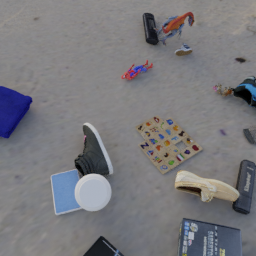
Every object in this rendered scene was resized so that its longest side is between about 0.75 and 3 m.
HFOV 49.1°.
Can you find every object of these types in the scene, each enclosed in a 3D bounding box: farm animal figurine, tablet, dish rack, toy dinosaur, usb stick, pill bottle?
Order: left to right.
[{"bbox_3d":[-2.133,2.210,9.825,1.007,0.106,1.548,-13,52,-9],"label":"tablet"},{"bbox_3d":[-1.073,1.962,8.619,1.088,1.942,1.088,1,78,-6],"label":"pill bottle"},{"bbox_3d":[1.247,-5.606,15.724,0.750,0.441,2.706,6,51,-12],"label":"usb stick"},{"bbox_3d":[2.644,-5.326,14.638,2.315,1.339,2.551,-36,17,1],"label":"toy dinosaur"},{"bbox_3d":[4.263,-1.669,12.715,0.875,0.440,0.706,19,34,19],"label":"farm animal figurine"},{"bbox_3d":[4.100,2.027,9.817,0.581,0.342,2.097,18,54,14],"label":"usb stick"},{"bbox_3d":[5.245,0.220,11.272,1.105,0.301,0.848,-8,51,-6],"label":"dish rack"}]

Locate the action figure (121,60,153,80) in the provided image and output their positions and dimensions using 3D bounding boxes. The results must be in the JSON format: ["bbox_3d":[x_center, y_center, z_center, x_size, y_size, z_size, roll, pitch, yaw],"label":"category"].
[{"bbox_3d":[0.381,-2.800,13.591,1.755,0.453,0.574,-33,61,-20],"label":"action figure"}]

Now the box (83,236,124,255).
[{"bbox_3d":[-0.539,4.468,7.803,2.248,0.489,1.801,34,59,24],"label":"box"}]

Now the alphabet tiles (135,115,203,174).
[{"bbox_3d":[1.433,0.493,11.194,1.998,0.090,2.390,-28,57,-20],"label":"alphabet tiles"}]

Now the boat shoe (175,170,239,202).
[{"bbox_3d":[2.616,2.139,9.512,2.129,0.785,0.737,14,55,23],"label":"boat shoe"}]

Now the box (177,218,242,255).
[{"bbox_3d":[2.342,3.952,8.140,1.815,0.587,2.302,11,53,7],"label":"box"}]

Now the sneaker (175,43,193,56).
[{"bbox_3d":[2.769,-4.081,14.532,1.090,0.382,0.591,-13,58,-27],"label":"sneaker"}]

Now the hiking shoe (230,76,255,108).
[{"bbox_3d":[5.822,-1.099,11.947,1.233,1.058,2.845,-32,48,-17],"label":"hiking shoe"}]

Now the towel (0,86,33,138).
[{"bbox_3d":[-5.798,-0.857,11.774,2.974,0.737,2.196,19,60,7],"label":"towel"}]

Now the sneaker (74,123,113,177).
[{"bbox_3d":[-1.546,0.831,10.422,1.187,0.846,2.394,-18,58,-20],"label":"sneaker"}]
